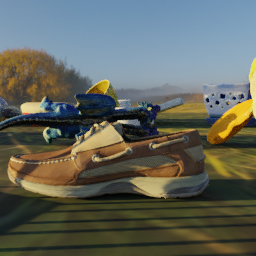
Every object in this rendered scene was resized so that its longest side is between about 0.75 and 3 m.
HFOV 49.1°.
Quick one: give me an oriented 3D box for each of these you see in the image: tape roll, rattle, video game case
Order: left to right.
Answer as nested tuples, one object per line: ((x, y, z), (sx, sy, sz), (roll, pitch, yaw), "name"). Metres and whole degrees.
((-0.060, -0.349, 9.081), (1.796, 0.628, 1.796), (0, 5, 0), "tape roll")
((1.152, -0.729, 11.876), (2.443, 0.280, 2.223), (-18, -1, 14), "video game case")
((2.674, 0.131, 3.666), (2.657, 1.898, 1.730), (15, 36, -1), "rattle")

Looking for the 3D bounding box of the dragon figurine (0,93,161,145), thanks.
((-0.623, -0.101, 4.133), (1.322, 0.782, 2.658), (3, 4, 44), "dragon figurine")

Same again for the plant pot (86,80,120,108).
((-0.918, -0.866, 10.252), (1.041, 1.467, 1.467), (46, -22, -29), "plant pot")

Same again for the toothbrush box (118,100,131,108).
((-1.228, -0.970, 14.935), (2.326, 0.992, 1.703), (3, 10, 28), "toothbrush box")

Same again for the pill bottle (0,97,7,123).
((-5.250, -0.628, 9.916), (1.066, 1.066, 1.880), (1, 4, 13), "pill bottle")

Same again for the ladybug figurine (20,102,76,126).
((-2.601, -0.454, 9.326), (2.195, 0.789, 1.490), (2, 4, 29), "ladybug figurine")

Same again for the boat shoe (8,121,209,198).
((-0.132, 0.191, 1.954), (1.353, 0.486, 0.512), (0, 4, -2), "boat shoe")

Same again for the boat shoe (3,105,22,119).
((-4.058, -0.399, 10.728), (0.571, 0.515, 1.588), (-13, -23, 28), "boat shoe")

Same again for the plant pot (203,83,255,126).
((3.580, -0.788, 9.644), (1.586, 1.426, 1.586), (2, 4, 38), "plant pot")
